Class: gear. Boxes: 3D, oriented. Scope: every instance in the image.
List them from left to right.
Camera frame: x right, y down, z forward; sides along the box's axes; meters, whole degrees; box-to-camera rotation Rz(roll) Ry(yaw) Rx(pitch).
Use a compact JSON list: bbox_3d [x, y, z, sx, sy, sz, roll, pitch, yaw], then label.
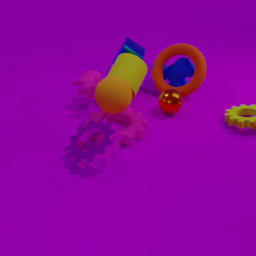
[{"bbox_3d":[-0.944,0.405,7.551,1.540,0.285,1.540,-16,43,16],"label":"gear"},{"bbox_3d":[-0.370,-0.075,8.725,1.892,0.350,1.892,0,34,0],"label":"gear"},{"bbox_3d":[3.845,-0.381,9.035,1.345,0.249,1.345,-8,26,4],"label":"gear"}]

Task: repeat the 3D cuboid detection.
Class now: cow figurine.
[{"bbox_3d":[-1.182,-1.519,9.556,1.398,0.780,1.421,-3,38,31],"label":"cow figurine"},{"bbox_3d":[1.780,-2.301,11.124,0.914,1.666,1.639,-26,73,-41],"label":"cow figurine"}]

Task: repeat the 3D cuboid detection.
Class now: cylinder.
[{"bbox_3d":[-0.074,-1.863,10.211,1.222,1.222,1.222,16,67,22],"label":"cylinder"}]

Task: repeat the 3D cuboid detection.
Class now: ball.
[{"bbox_3d":[-0.437,-0.997,8.508,1.131,1.131,1.131,0,35,0],"label":"ball"},{"bbox_3d":[1.437,-0.895,9.513,0.859,0.859,0.859,0,35,0],"label":"ball"}]

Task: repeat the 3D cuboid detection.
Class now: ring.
[{"bbox_3d":[1.873,-2.134,10.474,2.066,2.066,0.413,19,4,25],"label":"ring"}]

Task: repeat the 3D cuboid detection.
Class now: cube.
[{"bbox_3d":[0.047,-3.111,12.163,1.002,1.002,1.002,30,36,-14],"label":"cube"}]
